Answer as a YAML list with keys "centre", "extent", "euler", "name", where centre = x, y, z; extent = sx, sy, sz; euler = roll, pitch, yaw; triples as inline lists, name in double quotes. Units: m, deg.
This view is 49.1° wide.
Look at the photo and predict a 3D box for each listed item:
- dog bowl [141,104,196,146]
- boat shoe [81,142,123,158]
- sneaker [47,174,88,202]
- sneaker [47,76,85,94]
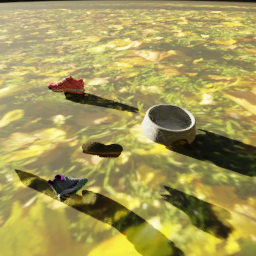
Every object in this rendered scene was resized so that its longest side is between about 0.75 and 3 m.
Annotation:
- centre: [1.157, -0.133, 7.736]
  extent: [1.541, 0.452, 1.541]
  euler: [4, 37, -3]
  name: "dog bowl"
- centre: [-0.588, 0.533, 6.234]
  extent: [0.941, 0.318, 0.339]
  euler: [5, 39, -19]
  name: "boat shoe"
- centre: [-1.134, 1.030, 5.410]
  extent: [0.492, 0.419, 1.125]
  euler: [46, 5, 5]
  name: "sneaker"
- centre: [-2.278, -1.648, 10.367]
  extent: [1.422, 0.617, 0.524]
  euler: [5, 22, 1]
  name: "sneaker"
